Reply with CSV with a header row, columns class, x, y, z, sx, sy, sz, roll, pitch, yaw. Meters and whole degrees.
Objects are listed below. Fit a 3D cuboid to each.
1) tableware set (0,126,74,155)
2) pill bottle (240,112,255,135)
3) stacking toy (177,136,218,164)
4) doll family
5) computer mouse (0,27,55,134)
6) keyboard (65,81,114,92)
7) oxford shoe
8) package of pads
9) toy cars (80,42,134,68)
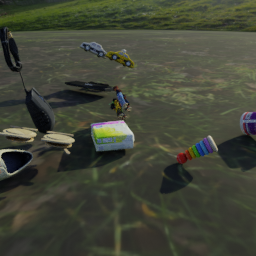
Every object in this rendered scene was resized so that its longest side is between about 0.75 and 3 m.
class,x,y,z,sx,sy,sz,roll,pitch,yaw
tableware set,-1.959,0.277,6.157,1.519,0.304,1.004,9,8,-9
pill bottle,3.579,-0.123,7.334,0.626,0.626,1.113,-20,13,-38
stacking toy,1.495,0.524,6.221,0.901,0.385,0.385,-27,18,16
doll family,-0.235,-0.743,8.305,0.486,1.240,0.716,-9,64,-26
computer mouse,-2.293,-1.026,6.668,0.467,2.745,0.805,-13,35,1
keyboard,-1.475,-1.744,11.673,2.110,0.217,1.340,15,20,29
oxford shoe,-2.617,0.727,4.965,0.756,0.725,2.048,-21,3,28
package of pads,-0.410,0.188,7.160,0.957,0.422,1.238,-5,19,-11
toy cars,-0.840,-3.193,11.766,2.595,0.575,1.163,25,5,23
